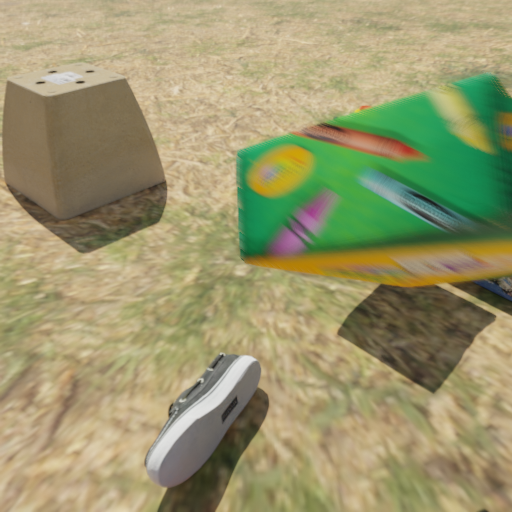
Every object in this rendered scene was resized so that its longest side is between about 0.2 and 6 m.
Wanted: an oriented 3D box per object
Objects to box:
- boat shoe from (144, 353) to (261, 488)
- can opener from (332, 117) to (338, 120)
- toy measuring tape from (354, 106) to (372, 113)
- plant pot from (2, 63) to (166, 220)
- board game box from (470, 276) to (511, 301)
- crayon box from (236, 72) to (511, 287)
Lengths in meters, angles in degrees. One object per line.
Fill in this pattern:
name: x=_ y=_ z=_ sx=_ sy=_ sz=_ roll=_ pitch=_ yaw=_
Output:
boat shoe: x=-0.560 y=1.543 z=5.505 sx=0.497 sy=0.602 sz=1.755 roll=12 pitch=28 yaw=27
can opener: x=1.648 y=-2.820 z=12.394 sx=0.351 sy=0.435 sz=1.106 roll=-31 pitch=20 yaw=26
toy measuring tape: x=2.236 y=-2.979 z=12.394 sx=1.528 sy=0.562 sz=0.562 roll=-28 pitch=43 yaw=-36
plant pot: x=-3.173 y=-2.208 z=9.918 sx=2.196 sy=1.947 sz=2.199 roll=29 pitch=42 yaw=36
board game box: x=4.156 y=-0.353 z=7.865 sx=2.635 sy=0.673 sz=3.890 roll=-33 pitch=45 yaw=-26
crayon box: x=1.186 y=-0.270 z=3.742 sx=1.460 sy=0.716 sz=2.459 roll=-9 pitch=-11 yaw=36
